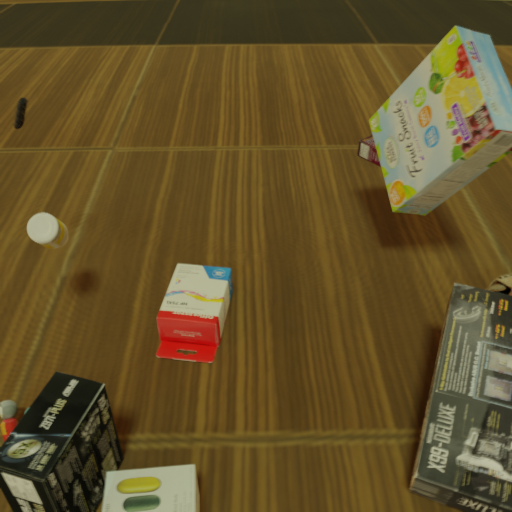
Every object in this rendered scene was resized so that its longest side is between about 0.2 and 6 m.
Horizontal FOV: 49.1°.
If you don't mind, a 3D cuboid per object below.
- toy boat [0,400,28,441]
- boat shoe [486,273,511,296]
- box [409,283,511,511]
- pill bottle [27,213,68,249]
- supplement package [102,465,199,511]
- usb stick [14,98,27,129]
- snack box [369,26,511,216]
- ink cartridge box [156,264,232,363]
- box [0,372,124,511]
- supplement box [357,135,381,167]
[{"bbox_3d":[-3.026,2.198,7.817,1.281,1.076,0.595,-17,75,11],"label":"toy boat"},{"bbox_3d":[4.421,0.690,9.446,0.990,1.044,2.758,29,45,15],"label":"boat shoe"},{"bbox_3d":[3.553,2.004,7.487,2.369,0.748,3.004,13,58,16],"label":"box"},{"bbox_3d":[-3.309,-0.372,9.004,0.482,0.866,0.482,1,81,-4],"label":"pill bottle"},{"bbox_3d":[-1.238,3.114,6.719,1.070,0.806,0.812,-3,39,-4],"label":"supplement package"},{"bbox_3d":[-3.889,-2.341,9.233,0.116,0.712,0.197,31,57,-13],"label":"usb stick"},{"bbox_3d":[3.190,-2.231,9.776,0.858,2.536,2.139,3,63,-24],"label":"snack box"},{"bbox_3d":[-1.050,0.941,9.572,1.020,0.590,1.755,4,40,6],"label":"ink cartridge box"},{"bbox_3d":[-2.332,2.491,6.820,0.707,1.642,1.344,11,40,13],"label":"box"},{"bbox_3d":[3.141,-2.611,14.077,0.580,0.450,1.051,-28,47,-30],"label":"supplement box"}]
